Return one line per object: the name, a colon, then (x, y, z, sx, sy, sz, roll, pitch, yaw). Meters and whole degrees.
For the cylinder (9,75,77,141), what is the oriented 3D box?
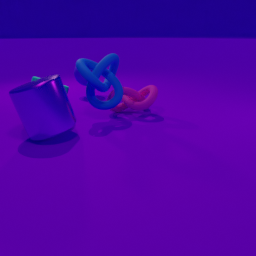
cylinder: (-2.200, -0.552, 7.356, 1.344, 1.344, 1.344, -16, 20, 6)

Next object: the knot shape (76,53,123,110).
knot shape: (-0.742, -1.601, 8.705, 0.823, 1.781, 1.666, -3, 42, 41)

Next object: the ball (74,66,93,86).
ball: (-1.728, -2.337, 11.893, 1.112, 1.112, 1.112, 0, 20, 0)

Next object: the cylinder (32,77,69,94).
cylinder: (-2.487, -0.882, 8.566, 1.110, 1.110, 1.110, 17, 6, -2)

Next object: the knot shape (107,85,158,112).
knot shape: (0.286, -1.003, 9.519, 1.650, 0.815, 1.763, -2, 5, 41)
